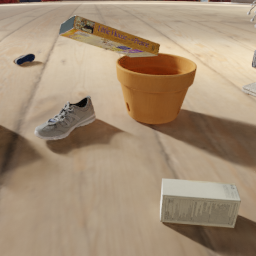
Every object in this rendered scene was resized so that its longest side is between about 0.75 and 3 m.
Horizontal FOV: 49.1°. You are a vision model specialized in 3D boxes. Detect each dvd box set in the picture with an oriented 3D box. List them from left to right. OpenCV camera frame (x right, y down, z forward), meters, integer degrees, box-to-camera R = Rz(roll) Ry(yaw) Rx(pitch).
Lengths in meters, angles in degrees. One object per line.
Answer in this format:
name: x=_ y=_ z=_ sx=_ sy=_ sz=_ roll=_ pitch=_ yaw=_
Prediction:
dvd box set: x=-0.444 y=-1.949 z=6.166 sx=1.904 sy=0.280 sz=1.393 roll=10 pitch=7 yaw=-26

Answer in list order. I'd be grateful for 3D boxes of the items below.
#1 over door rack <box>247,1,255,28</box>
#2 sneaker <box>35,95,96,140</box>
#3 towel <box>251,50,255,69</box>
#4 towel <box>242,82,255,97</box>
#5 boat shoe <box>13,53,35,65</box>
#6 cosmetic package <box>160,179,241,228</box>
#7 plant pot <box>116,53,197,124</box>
over door rack: x=2.427 y=-1.933 z=5.101 sx=0.290 sy=0.870 sz=0.643 roll=-26 pitch=-20 yaw=32
sneaker: x=-1.888 y=-0.360 z=8.359 sx=0.810 sy=0.889 sz=2.168 roll=20 pitch=35 yaw=31
towel: x=6.497 y=-3.430 z=13.745 sx=0.758 sy=0.915 sz=0.392 roll=-21 pitch=37 yaw=-30
towel: x=5.343 y=-1.347 z=10.731 sx=1.123 sy=0.292 sz=1.695 roll=-17 pitch=34 yaw=-24
boat shoe: x=-5.410 y=-3.626 z=14.571 sx=0.442 sy=0.442 sz=1.223 roll=18 pitch=34 yaw=31
cosmetic package: x=1.335 y=1.437 z=5.381 sx=1.408 sy=0.729 sz=0.515 roll=4 pitch=29 yaw=6
plant pot: x=0.856 y=-1.280 z=9.076 sx=2.495 sy=1.747 sz=2.495 roll=1 pitch=30 yaw=-1
